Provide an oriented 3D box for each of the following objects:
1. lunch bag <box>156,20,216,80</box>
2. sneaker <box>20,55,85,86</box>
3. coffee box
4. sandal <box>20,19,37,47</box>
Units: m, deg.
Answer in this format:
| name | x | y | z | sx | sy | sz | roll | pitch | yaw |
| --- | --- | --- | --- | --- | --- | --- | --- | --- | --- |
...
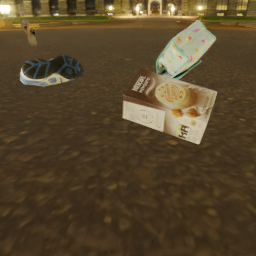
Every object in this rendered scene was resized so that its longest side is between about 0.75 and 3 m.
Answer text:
| name | x | y | z | sx | sy | sz | roll | pitch | yaw |
| --- | --- | --- | --- | --- | --- | --- | --- | --- | --- |
| lunch bag | 1.394 | -1.848 | 7.147 | 1.156 | 1.357 | 0.827 | -40 | 84 | -25 |
| sneaker | -2.054 | -1.536 | 7.640 | 1.852 | 0.701 | 0.713 | -10 | -10 | -39 |
| coffee box | 0.815 | -0.462 | 5.660 | 1.656 | 0.660 | 0.947 | 19 | 51 | 13 |
| sandal | -3.679 | -3.619 | 10.562 | 0.301 | 1.102 | 0.450 | -25 | -7 | 33 |
